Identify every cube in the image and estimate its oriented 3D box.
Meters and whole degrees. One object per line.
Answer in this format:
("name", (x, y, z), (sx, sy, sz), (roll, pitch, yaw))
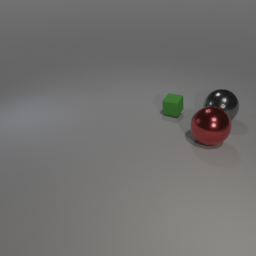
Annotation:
("cube", (1.957, -0.999, 12.146), (0.700, 0.700, 0.700), (13, 41, 27))

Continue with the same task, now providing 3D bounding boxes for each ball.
("ball", (2.941, -0.074, 9.972), (1.400, 1.400, 1.400), (0, 29, 0))
("ball", (3.824, -0.896, 11.512), (1.400, 1.400, 1.400), (0, 29, 0))
